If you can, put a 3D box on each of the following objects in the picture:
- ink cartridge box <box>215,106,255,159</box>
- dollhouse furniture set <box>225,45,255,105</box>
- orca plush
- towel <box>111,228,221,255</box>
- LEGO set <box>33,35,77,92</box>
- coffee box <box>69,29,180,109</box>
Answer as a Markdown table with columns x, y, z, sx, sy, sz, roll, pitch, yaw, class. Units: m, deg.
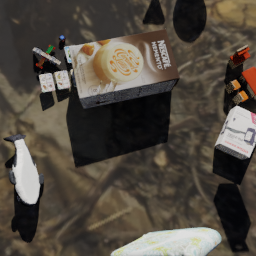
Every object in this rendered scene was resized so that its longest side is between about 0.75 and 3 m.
| x | y | z | sx | sy | sz | roll | pitch | yaw | class |
| --- | --- | --- | --- | --- | --- | --- | --- | --- | --- |
| 3.013 | 0.142 | 7.563 | 0.852 | 0.496 | 1.177 | 26 | 80 | 5 | ink cartridge box |
| 3.389 | -1.527 | 7.792 | 1.360 | 0.700 | 1.345 | -29 | 80 | -5 | dollhouse furniture set |
| -2.878 | 1.152 | 7.283 | 0.683 | 1.011 | 1.922 | -29 | 83 | 27 | orca plush |
| 0.557 | 1.792 | 4.117 | 1.354 | 1.159 | 0.326 | -20 | 78 | 32 | towel |
| -2.029 | -1.868 | 8.149 | 1.244 | 0.409 | 1.666 | -13 | 80 | -15 | LEGO set |
| -0.118 | -1.582 | 7.580 | 2.609 | 1.040 | 1.492 | -13 | 80 | -5 | coffee box |
